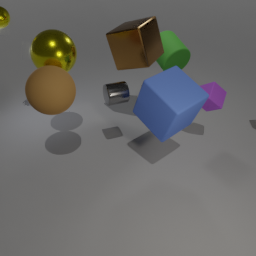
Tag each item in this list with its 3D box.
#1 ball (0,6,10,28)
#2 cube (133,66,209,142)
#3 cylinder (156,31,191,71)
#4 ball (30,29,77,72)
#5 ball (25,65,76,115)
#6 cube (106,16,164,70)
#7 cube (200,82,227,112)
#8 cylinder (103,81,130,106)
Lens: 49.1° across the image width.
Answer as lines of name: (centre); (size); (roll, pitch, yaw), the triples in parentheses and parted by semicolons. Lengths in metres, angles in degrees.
ball: (-4.312, -3.705, 9.366); (0.700, 0.700, 0.700); (0, 33, 0)
cube: (1.220, -0.719, 8.312); (1.400, 1.400, 1.400); (-29, 66, -31)
cylinder: (1.877, -3.414, 12.669); (1.400, 1.400, 1.400); (-15, 57, -22)
ball: (-2.286, -2.312, 8.654); (1.400, 1.400, 1.400); (0, 33, 0)
ball: (-2.198, -1.070, 8.005); (1.400, 1.400, 1.400); (0, 33, 0)
cube: (0.293, -3.066, 10.199); (1.400, 1.400, 1.400); (2, 35, 34)
cube: (2.880, -1.083, 9.779); (0.700, 0.700, 0.700); (-10, 53, 57)
cylinder: (-0.387, -1.122, 9.083); (0.700, 0.700, 0.700); (-12, 35, -17)
